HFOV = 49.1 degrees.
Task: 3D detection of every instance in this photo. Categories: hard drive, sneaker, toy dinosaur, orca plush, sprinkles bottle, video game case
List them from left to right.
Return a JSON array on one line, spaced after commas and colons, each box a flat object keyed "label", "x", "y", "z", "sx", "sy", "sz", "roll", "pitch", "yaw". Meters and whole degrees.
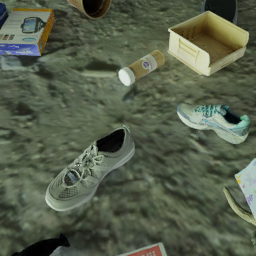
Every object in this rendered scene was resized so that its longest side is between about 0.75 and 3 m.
[{"label": "orca plush", "x": -1.706, "y": 2.357, "z": 4.919, "sx": 1.428, "sy": 0.508, "sz": 0.751, "roll": -22, "pitch": 54, "yaw": -17}, {"label": "sneaker", "x": -0.810, "y": 0.717, "z": 5.959, "sx": 0.879, "sy": 0.965, "sz": 2.353, "roll": 34, "pitch": 58, "yaw": 24}, {"label": "video game case", "x": 0.115, "y": 3.338, "z": 4.295, "sx": 1.879, "sy": 0.229, "sz": 2.628, "roll": -13, "pitch": 52, "yaw": -10}, {"label": "sprinkles bottle", "x": 0.434, "y": -1.806, "z": 8.315, "sx": 1.488, "sy": 0.508, "sz": 0.508, "roll": -35, "pitch": 59, "yaw": -25}, {"label": "sneaker", "x": 2.125, "y": -0.342, "z": 6.934, "sx": 1.838, "sy": 0.793, "sz": 0.713, "roll": 22, "pitch": 54, "yaw": 17}, {"label": "hard drive", "x": 3.413, "y": -4.352, "z": 10.437, "sx": 1.367, "sy": 0.429, "sz": 2.027, "roll": 12, "pitch": 52, "yaw": 9}, {"label": "toy dinosaur", "x": 2.774, "y": 2.021, "z": 5.198, "sx": 2.360, "sy": 0.560, "sz": 1.040, "roll": 24, "pitch": 44, "yaw": 20}]

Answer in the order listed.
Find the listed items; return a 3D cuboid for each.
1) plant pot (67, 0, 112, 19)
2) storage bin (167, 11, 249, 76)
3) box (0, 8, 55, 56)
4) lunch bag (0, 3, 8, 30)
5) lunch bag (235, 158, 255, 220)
[{"label": "plant pot", "x": -1.551, "y": -4.939, "z": 10.425, "sx": 1.383, "sy": 1.383, "sz": 1.369, "roll": -36, "pitch": 51, "yaw": -26}, {"label": "storage bin", "x": 2.490, "y": -2.670, "z": 8.808, "sx": 1.794, "sy": 0.841, "sz": 1.781, "roll": -30, "pitch": 56, "yaw": -23}, {"label": "box", "x": -3.490, "y": -3.224, "z": 9.501, "sx": 1.464, "sy": 0.510, "sz": 2.460, "roll": 3, "pitch": 53, "yaw": 2}, {"label": "lunch bag", "x": -4.762, "y": -3.689, "z": 9.566, "sx": 0.969, "sy": 0.944, "sz": 1.426, "roll": 8, "pitch": 51, "yaw": 7}, {"label": "lunch bag", "x": 2.898, "y": 1.176, "z": 5.181, "sx": 1.339, "sy": 0.851, "sz": 1.136, "roll": 6, "pitch": 49, "yaw": -21}]
